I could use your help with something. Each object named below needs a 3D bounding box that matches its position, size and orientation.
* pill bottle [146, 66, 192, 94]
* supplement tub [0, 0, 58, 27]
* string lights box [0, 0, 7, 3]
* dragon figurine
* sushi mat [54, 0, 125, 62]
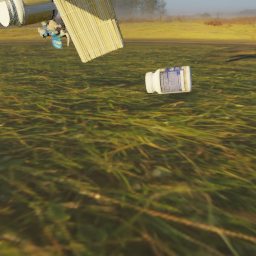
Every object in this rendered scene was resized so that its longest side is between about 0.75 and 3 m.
[{"bbox_3d":[1.003,-1.154,6.850,1.057,0.611,0.611,-3,20,15],"label":"pill bottle"},{"bbox_3d":[-3.253,-3.951,8.942,1.700,1.236,1.236,-29,34,-35],"label":"supplement tub"},{"bbox_3d":[-2.567,-3.261,5.524,0.401,0.699,1.359,-14,66,4],"label":"string lights box"},{"bbox_3d":[-2.711,-3.666,10.958,2.664,1.325,0.784,37,75,27],"label":"dragon figurine"},{"bbox_3d":[-1.076,-3.084,7.043,1.337,2.796,0.169,-24,41,-2],"label":"sushi mat"}]
